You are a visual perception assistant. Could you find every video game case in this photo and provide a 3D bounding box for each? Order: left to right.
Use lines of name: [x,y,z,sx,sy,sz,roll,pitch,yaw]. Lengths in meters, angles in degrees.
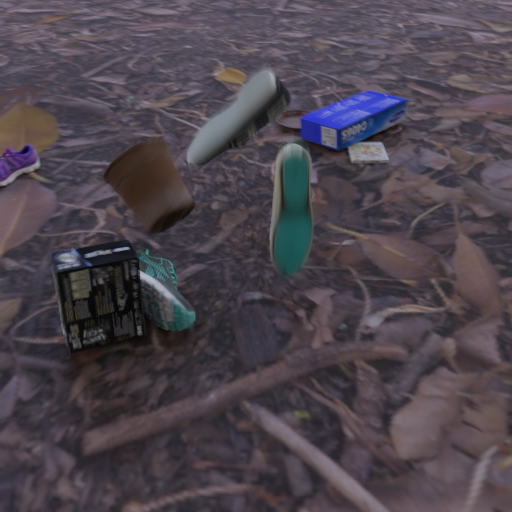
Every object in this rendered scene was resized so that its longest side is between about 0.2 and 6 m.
video game case: [3.028,-2.817,15.278,0.972,0.122,1.068,0,37,1]

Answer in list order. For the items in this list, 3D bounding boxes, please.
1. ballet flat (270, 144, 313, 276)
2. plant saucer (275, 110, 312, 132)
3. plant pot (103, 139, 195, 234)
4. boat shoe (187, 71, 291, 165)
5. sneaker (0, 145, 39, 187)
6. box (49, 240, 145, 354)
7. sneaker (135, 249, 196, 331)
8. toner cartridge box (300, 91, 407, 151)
ballet flat: [0.668,-0.869,10.633,0.826,2.449,0.764,3,10,-12]
plant saucer: [1.250,-4.029,16.796,1.334,0.214,1.334,-1,38,0]
plant pot: [-1.998,-1.279,10.875,1.410,1.410,1.396,-28,81,-32]
boat shoe: [-0.410,-2.875,12.590,2.766,0.834,1.046,-36,40,27]
sneaker: [-6.339,-2.308,14.107,0.714,0.739,1.772,20,42,25]
box: [-2.611,0.669,9.318,1.311,1.601,0.689,-13,32,-23]
sneaker: [-1.815,0.480,10.375,2.401,0.932,1.095,32,44,33]
toner cartridge box: [2.859,-3.983,16.264,3.090,0.667,1.468,-28,41,-32]
